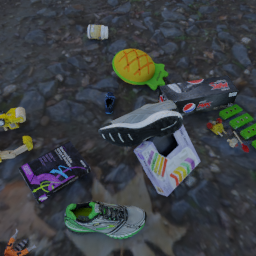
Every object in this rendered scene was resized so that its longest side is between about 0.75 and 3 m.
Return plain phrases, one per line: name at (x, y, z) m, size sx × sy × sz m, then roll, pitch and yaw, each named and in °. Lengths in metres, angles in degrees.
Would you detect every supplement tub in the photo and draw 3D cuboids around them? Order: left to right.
supplement tub at (-1.570, -5.032, 14.696) m, size 0.989 × 0.714 × 0.714 m, roll 4°, pitch 50°, yaw 3°

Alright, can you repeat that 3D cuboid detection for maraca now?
maraca at (0.542, -2.592, 12.314) m, size 2.521 × 1.349 × 1.729 m, roll 22°, pitch 67°, yaw -2°

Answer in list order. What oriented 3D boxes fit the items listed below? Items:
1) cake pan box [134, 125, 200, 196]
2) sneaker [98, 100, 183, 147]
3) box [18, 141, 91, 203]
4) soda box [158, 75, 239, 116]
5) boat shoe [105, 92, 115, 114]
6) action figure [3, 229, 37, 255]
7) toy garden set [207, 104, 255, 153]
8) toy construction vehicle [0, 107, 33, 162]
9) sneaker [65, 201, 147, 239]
cake pan box at (1.291, 0.871, 8.948) m, size 1.802 × 1.957 × 0.512 m, roll -40°, pitch 25°, yaw -25°
sneaker at (0.336, -0.150, 8.382) m, size 2.528 × 0.934 × 1.002 m, roll -14°, pitch 46°, yaw 12°
box at (-2.474, 1.418, 9.516) m, size 1.999 × 0.361 × 1.429 m, roll -29°, pitch 56°, yaw -24°
soda box at (2.800, -1.276, 11.390) m, size 2.996 × 0.949 × 1.060 m, roll -10°, pitch 51°, yaw -9°
boat shoe at (-0.719, -1.113, 11.608) m, size 0.493 × 0.402 × 1.172 m, roll -4°, pitch 50°, yaw -3°
action figure at (-3.089, 3.644, 7.634) m, size 1.312 × 0.686 × 1.269 m, roll 41°, pitch 65°, yaw -2°
toy garden set at (4.156, 0.156, 10.575) m, size 1.716 × 0.411 × 2.058 m, roll -23°, pitch 54°, yaw -21°
toy construction vehicle at (-4.993, 0.313, 10.218) m, size 2.729 × 0.961 × 2.376 m, roll -16°, pitch 41°, yaw -17°
sneaker at (-0.650, 2.607, 8.080) m, size 2.419 × 1.031 × 0.944 m, roll -2°, pitch 50°, yaw -3°
